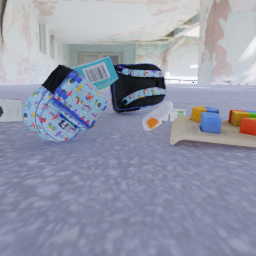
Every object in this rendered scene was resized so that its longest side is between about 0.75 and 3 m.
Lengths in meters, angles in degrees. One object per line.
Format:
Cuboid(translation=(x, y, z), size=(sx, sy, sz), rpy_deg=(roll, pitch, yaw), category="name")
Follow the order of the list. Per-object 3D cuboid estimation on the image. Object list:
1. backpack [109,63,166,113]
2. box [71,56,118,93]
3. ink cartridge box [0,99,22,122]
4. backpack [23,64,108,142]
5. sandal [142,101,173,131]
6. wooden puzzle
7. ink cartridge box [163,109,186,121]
Cuboid(translation=(0.358, -1.535, 10.731), size=(2.022, 1.846, 1.361), rpy_deg=(-8, -7, -11), category="backpack")
Cuboid(translation=(-1.329, -1.285, 8.561), size=(1.138, 0.680, 2.765), rpy_deg=(-23, 3, -21), category="box")
Cuboid(translation=(-4.301, -0.565, 9.098), size=(1.555, 0.644, 1.133), rpy_deg=(-5, 12, -22), category="ink cartridge box")
Cuboid(translation=(-1.377, -0.381, 6.004), size=(1.022, 1.519, 1.386), rpy_deg=(27, -17, 43), category="backpack")
Cuboid(translation=(0.753, -0.246, 6.572), size=(0.298, 0.398, 1.038), rpy_deg=(9, -33, -39), category="sandal")
Cuboid(translation=(2.400, -0.105, 6.725), size=(2.690, 0.623, 2.491), rpy_deg=(1, 12, 10), category="wooden puzzle")
Cuboid(translation=(1.443, -0.428, 9.177), size=(0.823, 0.347, 0.601), rpy_deg=(4, 13, 17), category="ink cartridge box")
